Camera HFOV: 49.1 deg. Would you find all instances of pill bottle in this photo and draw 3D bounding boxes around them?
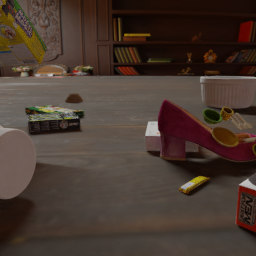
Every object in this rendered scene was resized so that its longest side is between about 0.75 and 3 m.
[{"bbox_3d":[-2.579,0.416,4.300,2.076,1.182,1.182,4,14,19],"label":"pill bottle"}]

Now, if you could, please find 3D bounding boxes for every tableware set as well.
[{"bbox_3d":[2.298,0.182,5.557,1.210,0.276,1.797,-5,45,-23],"label":"tableware set"}]

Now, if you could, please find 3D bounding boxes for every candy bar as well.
[{"bbox_3d":[1.105,0.917,4.633,0.191,0.085,0.764,7,15,42],"label":"candy bar"}]

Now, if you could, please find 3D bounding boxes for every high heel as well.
[{"bbox_3d":[1.937,0.005,5.970,2.623,1.258,0.883,1,13,2],"label":"high heel"}]

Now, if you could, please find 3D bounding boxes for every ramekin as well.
[{"bbox_3d":[4.770,-1.755,13.454,2.602,1.366,2.602,1,13,0],"label":"ramekin"}]

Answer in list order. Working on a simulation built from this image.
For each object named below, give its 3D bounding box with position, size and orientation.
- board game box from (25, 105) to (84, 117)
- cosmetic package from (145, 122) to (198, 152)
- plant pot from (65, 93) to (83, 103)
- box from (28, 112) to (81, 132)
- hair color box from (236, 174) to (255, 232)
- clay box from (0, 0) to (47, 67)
[{"bbox_3d":[-2.925,-0.633,11.058,2.326,0.273,1.218,11,19,41],"label":"board game box"},{"bbox_3d":[1.081,0.182,7.141,1.216,0.417,1.613,-1,13,7],"label":"cosmetic package"},{"bbox_3d":[-2.890,-1.619,14.965,0.933,0.431,0.933,-1,12,0],"label":"plant pot"},{"bbox_3d":[-2.405,-0.216,9.010,1.553,0.344,1.244,-5,14,-20],"label":"box"},{"bbox_3d":[2.305,1.013,3.113,1.864,0.571,0.946,12,18,44],"label":"hair color box"},{"bbox_3d":[-3.377,-2.672,6.500,1.692,0.701,2.945,0,-31,15],"label":"clay box"}]
